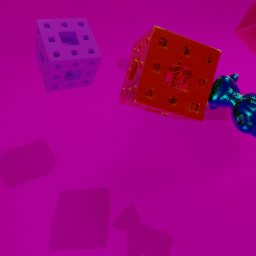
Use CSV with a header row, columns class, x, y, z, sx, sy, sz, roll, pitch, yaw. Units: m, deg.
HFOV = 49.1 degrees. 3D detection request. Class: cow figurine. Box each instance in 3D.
class,x,y,z,sx,sy,sz,roll,pitch,yaw
cow figurine,1.886,-0.297,4.408,1.320,0.725,1.299,29,19,-9

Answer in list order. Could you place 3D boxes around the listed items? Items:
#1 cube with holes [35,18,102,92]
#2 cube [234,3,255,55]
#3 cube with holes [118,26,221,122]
class,x,y,z,sx,sy,sz,roll,pitch,yaw
cube with holes,-1.314,-1.542,5.955,1.039,1.039,1.039,-13,69,-25
cube,3.975,-2.900,7.948,1.091,1.091,1.091,-56,20,-8
cube with holes,0.602,-0.791,4.513,1.088,1.088,1.088,15,0,-15
